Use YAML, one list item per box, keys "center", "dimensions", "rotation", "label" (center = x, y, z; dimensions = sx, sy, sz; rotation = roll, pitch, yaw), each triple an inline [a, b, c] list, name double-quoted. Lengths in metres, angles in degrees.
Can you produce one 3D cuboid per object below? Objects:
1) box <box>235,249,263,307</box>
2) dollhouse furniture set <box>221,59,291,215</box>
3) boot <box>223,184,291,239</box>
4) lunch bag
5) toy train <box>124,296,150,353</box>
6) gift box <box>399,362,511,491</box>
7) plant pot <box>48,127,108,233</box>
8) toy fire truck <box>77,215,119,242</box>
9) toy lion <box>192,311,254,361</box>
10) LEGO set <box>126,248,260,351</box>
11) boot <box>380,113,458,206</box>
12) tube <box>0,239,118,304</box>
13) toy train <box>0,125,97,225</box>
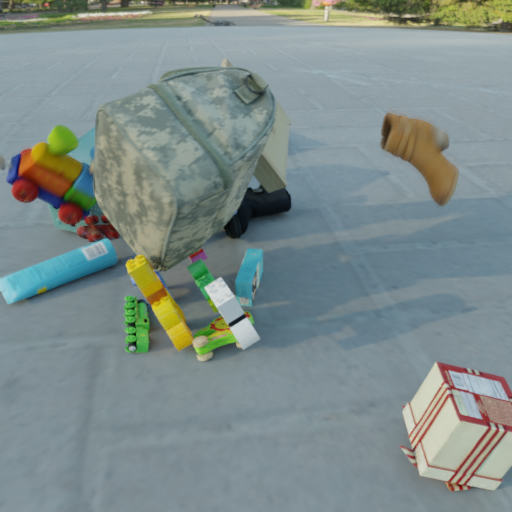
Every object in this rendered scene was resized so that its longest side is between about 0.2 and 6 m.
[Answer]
- center: [-0.123, 0.385, 10.626]
  dimensions: [0.318, 0.532, 1.294]
  rotation: [5, 30, 8]
  label: "box"
- center: [-1.142, -2.374, 11.504]
  dimensions: [2.970, 2.804, 1.938]
  rotation: [-16, 48, 26]
  label: "dollhouse furniture set"
- center: [0.013, -1.152, 13.103]
  dimensions: [1.783, 0.810, 2.122]
  rotation: [-12, 24, -12]
  label: "boot"
- center: [-1.068, -1.446, 9.074]
  dimensions: [2.542, 3.031, 2.112]
  rotation: [-33, 78, -26]
  label: "lunch bag"
- center: [-2.024, 1.136, 9.532]
  dimensions: [0.421, 0.311, 1.493]
  rotation: [3, 27, -15]
  label: "toy train"
- center: [2.430, 2.073, 6.888]
  dimensions: [1.231, 1.149, 1.136]
  rotation: [16, 31, -4]
  label: "gift box"
- center: [-3.543, -1.686, 13.175]
  dimensions: [1.894, 1.895, 2.681]
  rotation: [12, 38, 21]
  label: "plant pot"
- center: [-3.299, -0.504, 11.680]
  dimensions: [0.872, 0.489, 0.732]
  rotation: [-8, -13, -35]
  label: "toy fire truck"
- center: [-0.541, 1.234, 9.233]
  dimensions: [1.050, 0.360, 1.006]
  rotation: [-18, 18, -6]
  label: "toy lion"
- center: [-1.416, 0.290, 9.380]
  dimensions: [1.382, 1.486, 3.622]
  rotation: [-32, 33, -6]
  label: "LEGO set"
- center: [3.508, -2.153, 12.169]
  dimensions: [1.611, 0.796, 2.075]
  rotation: [15, 65, -21]
  label: "boot"
- center: [-3.826, 0.285, 10.880]
  dimensions: [2.219, 0.559, 0.859]
  rotation: [-23, 34, -29]
  label: "tube"
- center: [-3.872, -1.795, 10.126]
  dimensions: [2.660, 1.539, 1.126]
  rotation: [30, 36, -37]
  label: "toy train"
